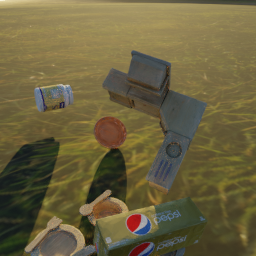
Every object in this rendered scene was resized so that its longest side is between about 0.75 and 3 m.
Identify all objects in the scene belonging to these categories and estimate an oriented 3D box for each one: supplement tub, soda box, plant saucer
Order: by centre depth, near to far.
[{"bbox_3d":[0.350,1.586,4.279,1.669,0.565,0.534,-7,35,-24],"label":"soda box"},{"bbox_3d":[-0.472,0.124,7.314,0.894,0.167,0.894,7,66,-17],"label":"plant saucer"},{"bbox_3d":[-2.282,-0.935,8.635,1.042,0.757,0.757,-13,32,-23],"label":"supplement tub"}]

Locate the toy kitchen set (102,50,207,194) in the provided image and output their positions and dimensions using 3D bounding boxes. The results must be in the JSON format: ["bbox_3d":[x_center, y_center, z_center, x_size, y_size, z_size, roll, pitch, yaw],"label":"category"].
[{"bbox_3d":[0.204,-0.128,5.282,2.061,1.682,1.860,23,75,14],"label":"toy kitchen set"}]

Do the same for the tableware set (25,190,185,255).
[{"bbox_3d":[-0.333,1.873,4.344,2.197,0.255,1.835,28,38,34],"label":"tableware set"}]
